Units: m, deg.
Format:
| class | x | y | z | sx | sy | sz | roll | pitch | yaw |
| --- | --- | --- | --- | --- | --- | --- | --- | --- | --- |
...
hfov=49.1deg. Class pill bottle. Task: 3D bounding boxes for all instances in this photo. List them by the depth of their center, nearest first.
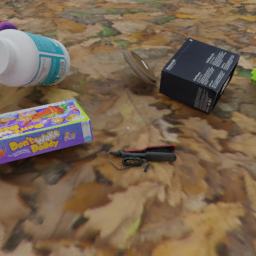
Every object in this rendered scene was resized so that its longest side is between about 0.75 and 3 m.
| class | x | y | z | sx | sy | sz | roll | pitch | yaw |
| --- | --- | --- | --- | --- | --- | --- | --- | --- | --- |
| pill bottle | -2.799 | -1.883 | 7.735 | 1.445 | 1.445 | 2.609 | 12 | 12 | 14 |

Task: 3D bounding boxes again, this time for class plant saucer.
| class | x | y | z | sx | sy | sz | roll | pitch | yaw |
| --- | --- | --- | --- | --- | --- | --- | --- | --- | --- |
| plant saucer | 0.408 | -1.883 | 8.674 | 0.213 | 1.446 | 1.446 | -41 | 37 | 21 |

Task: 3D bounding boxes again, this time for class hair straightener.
| class | x | y | z | sx | sy | sz | roll | pitch | yaw |
| --- | --- | --- | --- | --- | --- | --- | --- | --- | --- |
| hair straightener | 0.305 | 0.674 | 6.366 | 1.613 | 0.330 | 0.621 | 1 | 41 | 1 |

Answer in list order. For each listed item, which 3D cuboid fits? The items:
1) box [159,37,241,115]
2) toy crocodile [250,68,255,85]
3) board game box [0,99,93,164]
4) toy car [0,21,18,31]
| class | x | y | z | sx | sy | sz | roll | pitch | yaw |
| --- | --- | --- | --- | --- | --- | --- | --- | --- | --- |
| box | 2.072 | -1.568 | 8.174 | 1.650 | 0.944 | 1.813 | 28 | 57 | 19 |
| toy crocodile | 4.267 | -1.371 | 7.801 | 0.826 | 0.755 | 2.446 | -51 | 22 | 7 |
| board game box | -2.220 | 0.035 | 6.567 | 2.433 | 0.545 | 1.636 | -14 | 26 | -18 |
| toy car | -4.158 | -2.919 | 9.614 | 1.977 | 1.482 | 1.730 | 25 | 46 | 30 |
